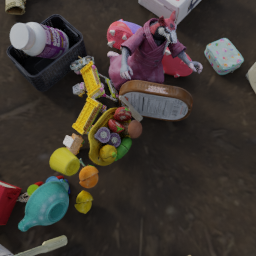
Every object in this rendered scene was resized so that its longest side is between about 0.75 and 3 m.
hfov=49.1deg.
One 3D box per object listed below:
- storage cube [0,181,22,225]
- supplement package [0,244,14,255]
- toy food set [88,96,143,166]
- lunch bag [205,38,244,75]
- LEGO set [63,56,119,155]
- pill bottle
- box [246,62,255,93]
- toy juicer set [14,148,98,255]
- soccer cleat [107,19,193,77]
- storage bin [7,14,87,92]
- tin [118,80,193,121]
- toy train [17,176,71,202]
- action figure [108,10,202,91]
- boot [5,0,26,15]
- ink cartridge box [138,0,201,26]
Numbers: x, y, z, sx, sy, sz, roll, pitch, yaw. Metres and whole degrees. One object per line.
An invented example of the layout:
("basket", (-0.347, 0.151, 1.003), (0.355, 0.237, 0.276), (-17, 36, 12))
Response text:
("storage cube", (-3.536, 1.853, 7.160), (1.133, 0.969, 1.019), (19, 77, 7))
("supplement package", (-3.613, 3.281, 6.571), (1.976, 1.183, 1.198), (31, 73, 11))
("toy food set", (-0.188, 0.104, 7.357), (0.665, 1.198, 2.036), (5, 52, 47))
("lunch bag", (3.088, -2.284, 8.973), (0.909, 0.437, 1.134), (-25, 72, -11))
("LEGO set", (-0.995, -0.670, 8.289), (1.378, 1.115, 2.997), (-10, 72, 33))
("pill bottle", (-2.584, -2.570, 8.268), (0.935, 1.666, 0.935), (4, 99, 24))
("box", (4.947, -1.739, 8.262), (2.196, 1.404, 1.196), (-19, 71, -7))
("toy juicer set", (-1.737, 1.937, 6.911), (0.752, 1.758, 2.764), (24, 83, 36))
("soccer cleat", (0.764, -2.606, 8.863), (2.973, 0.992, 1.137), (24, 53, 5))
("storage bin", (-2.451, -2.321, 8.717), (1.385, 0.960, 2.048), (43, 77, 14))
("tin", (0.768, -0.746, 7.975), (2.122, 1.188, 0.444), (10, 52, 5))
("toy train", (-2.383, 1.703, 7.272), (1.606, 0.929, 0.680), (-16, 71, -6))
("action figure", (0.646, -2.031, 7.597), (1.969, 2.939, 2.189), (4, 58, -17))
("boot", (-3.599, -4.552, 9.740), (1.445, 0.526, 1.123), (-12, 70, -3))
("ink cartridge box", (1.706, -4.903, 9.612), (1.706, 0.994, 2.356), (39, 75, 13))
